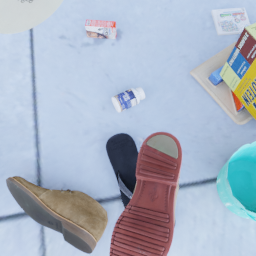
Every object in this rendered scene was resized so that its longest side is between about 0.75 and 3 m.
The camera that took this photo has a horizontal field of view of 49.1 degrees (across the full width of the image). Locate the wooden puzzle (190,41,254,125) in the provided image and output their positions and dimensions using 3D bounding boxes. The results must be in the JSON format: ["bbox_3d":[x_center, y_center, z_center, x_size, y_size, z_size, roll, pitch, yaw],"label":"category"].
[{"bbox_3d":[3.166,-1.414,7.867,2.001,0.500,2.161,-34,70,-14],"label":"wooden puzzle"}]

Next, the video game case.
[{"bbox_3d":[3.314,-3.417,8.961,1.097,0.130,0.999,-5,66,-3],"label":"video game case"}]

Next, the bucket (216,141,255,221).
[{"bbox_3d":[2.905,1.247,6.342,1.733,1.128,1.733,0,67,0],"label":"bucket"}]

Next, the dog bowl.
[{"bbox_3d":[-1.962,-2.593,4.955,1.892,1.892,0.745,-36,87,-15],"label":"dog bowl"}]

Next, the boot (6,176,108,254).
[{"bbox_3d":[-1.620,1.739,6.404,2.534,0.933,0.956,30,49,10],"label":"boot"}]

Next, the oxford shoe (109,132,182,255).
[{"bbox_3d":[0.393,1.340,4.471,0.870,0.923,2.469,17,81,16],"label":"oxford shoe"}]

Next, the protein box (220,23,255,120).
[{"bbox_3d":[4.249,-1.317,6.601,2.665,1.798,2.646,-26,69,-12],"label":"protein box"}]

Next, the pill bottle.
[{"bbox_3d":[0.022,-0.794,7.606,0.846,0.470,0.470,-26,69,-11],"label":"pill bottle"}]

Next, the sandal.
[{"bbox_3d":[0.179,1.295,6.616,1.019,0.574,2.681,-27,69,-11],"label":"sandal"}]

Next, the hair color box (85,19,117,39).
[{"bbox_3d":[-0.819,-3.013,8.578,0.906,0.503,0.290,5,66,3],"label":"hair color box"}]
